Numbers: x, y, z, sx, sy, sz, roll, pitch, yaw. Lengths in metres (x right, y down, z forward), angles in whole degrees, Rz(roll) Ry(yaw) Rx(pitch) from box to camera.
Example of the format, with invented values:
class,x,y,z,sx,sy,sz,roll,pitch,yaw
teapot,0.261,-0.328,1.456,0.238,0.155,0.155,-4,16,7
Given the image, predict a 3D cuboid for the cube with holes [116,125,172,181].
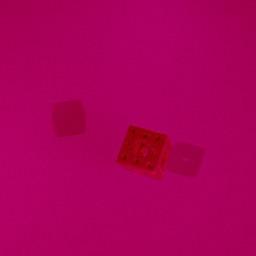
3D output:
class,x,y,z,sx,sy,sz,roll,pitch,yaw
cube with holes,0.367,0.539,5.896,0.823,0.823,0.823,15,76,21
